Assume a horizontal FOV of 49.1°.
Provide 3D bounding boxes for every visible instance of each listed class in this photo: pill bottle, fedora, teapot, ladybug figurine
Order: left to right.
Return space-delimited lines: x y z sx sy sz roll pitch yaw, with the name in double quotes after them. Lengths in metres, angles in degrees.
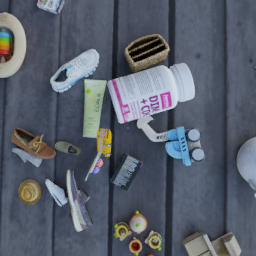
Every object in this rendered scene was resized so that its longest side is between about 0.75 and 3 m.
-4.822 -3.210 11.025 1.751 0.928 2.580 6 87 0 "ladybug figurine"
-3.902 2.528 10.976 0.980 0.399 0.980 0 86 0 "fedora"
0.848 -1.363 10.547 2.963 1.680 1.680 -17 87 -1 "pill bottle"
5.282 1.245 10.458 2.127 1.574 2.155 -14 86 -1 "teapot"

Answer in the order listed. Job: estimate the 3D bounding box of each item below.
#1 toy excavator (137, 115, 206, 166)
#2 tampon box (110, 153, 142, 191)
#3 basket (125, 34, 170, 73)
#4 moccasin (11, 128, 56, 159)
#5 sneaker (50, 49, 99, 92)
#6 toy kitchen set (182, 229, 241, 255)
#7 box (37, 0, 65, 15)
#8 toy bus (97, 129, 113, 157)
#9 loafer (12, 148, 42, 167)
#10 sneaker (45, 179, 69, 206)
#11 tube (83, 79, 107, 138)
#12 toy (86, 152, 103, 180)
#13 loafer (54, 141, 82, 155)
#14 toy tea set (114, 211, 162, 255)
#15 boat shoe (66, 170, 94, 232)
1.635 0.432 10.832 2.291 1.144 2.228 -12 86 8 "toy excavator"
-0.063 1.665 10.760 0.767 0.910 1.215 29 87 2 "tampon box"
0.678 -3.041 10.905 1.568 1.168 1.119 -23 87 0 "basket"
-3.650 0.583 10.899 1.884 0.689 0.727 33 128 8 "moccasin"
-2.071 -2.296 10.957 2.315 1.003 0.868 -42 86 -3 "sneaker"
3.485 4.975 9.972 1.905 2.107 2.335 -27 91 -3 "toy kitchen set"
-2.966 -5.621 11.481 0.938 0.296 1.705 21 87 1 "box"
-0.726 0.481 8.751 0.454 1.160 0.378 5 58 -2 "toy bus"
-4.018 1.144 11.037 1.250 0.437 0.436 23 79 1 "loafer"
-2.797 2.468 11.007 0.480 0.456 1.194 -35 92 -12 "sneaker"
-1.404 -0.788 11.103 0.676 0.605 2.329 11 80 -38 "tube"
-1.133 1.274 10.679 0.381 0.930 1.616 22 83 -2 "toy"
-2.388 0.785 11.085 1.101 0.371 0.419 14 87 1 "loafer"
0.546 4.320 10.647 1.356 0.844 2.281 -42 88 -2 "toy tea set"
-1.860 2.731 10.779 0.774 0.859 2.387 -11 89 -7 "boat shoe"
